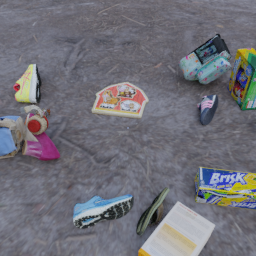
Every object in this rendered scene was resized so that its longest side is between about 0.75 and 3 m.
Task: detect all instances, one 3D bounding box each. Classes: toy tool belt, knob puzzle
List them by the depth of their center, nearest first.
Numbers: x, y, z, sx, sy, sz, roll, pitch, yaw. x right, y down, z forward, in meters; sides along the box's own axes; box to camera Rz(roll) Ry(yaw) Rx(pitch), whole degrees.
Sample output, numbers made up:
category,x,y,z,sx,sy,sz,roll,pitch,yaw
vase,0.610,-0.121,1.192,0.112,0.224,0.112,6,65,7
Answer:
category,x,y,z,sx,sy,sz,roll,pitch,yaw
toy tool belt,-4.460,0.275,9.774,2.970,1.855,1.825,-10,14,9
knob puzzle,-0.285,-1.486,13.009,2.787,0.386,2.787,0,42,0

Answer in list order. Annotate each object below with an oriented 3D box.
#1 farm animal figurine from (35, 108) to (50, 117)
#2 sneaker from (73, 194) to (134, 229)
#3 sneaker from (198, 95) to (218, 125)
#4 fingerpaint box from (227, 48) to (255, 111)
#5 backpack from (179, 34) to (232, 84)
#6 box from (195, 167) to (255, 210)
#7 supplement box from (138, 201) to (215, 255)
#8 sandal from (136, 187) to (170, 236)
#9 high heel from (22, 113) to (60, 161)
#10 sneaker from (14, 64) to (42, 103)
category,x,y,z,sx,sy,sz,roll,pitch,yaw
farm animal figurine,-3.707,-0.559,11.998,0.757,0.399,0.765,13,27,40
sneaker,-0.762,2.326,8.586,1.936,0.759,0.871,-12,41,-13
sneaker,3.337,-0.774,12.182,0.770,0.658,1.877,4,38,35
fingerpaint box,5.290,-2.156,12.444,0.780,2.126,1.774,-5,43,-4
backpack,3.684,-3.082,13.375,2.033,2.291,1.725,-4,72,-60
box,3.470,1.959,8.907,2.567,0.825,0.899,7,43,6
supplement box,1.332,3.155,7.672,1.235,0.720,1.959,30,50,28
sandal,0.854,2.520,8.436,0.497,0.692,1.742,42,57,5
high heel,-3.393,0.293,10.942,1.280,0.899,2.669,15,21,-27
sneaker,-4.807,-2.163,13.295,1.194,1.034,2.645,-9,43,-6
